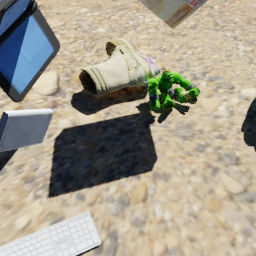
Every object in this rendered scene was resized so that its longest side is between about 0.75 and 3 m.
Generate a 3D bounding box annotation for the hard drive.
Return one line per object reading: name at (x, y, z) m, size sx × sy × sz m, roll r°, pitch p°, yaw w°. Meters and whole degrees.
hard drive at (-1.636, 0.018, 4.445) m, size 0.132 × 0.652 × 0.988 m, roll 31°, pitch 17°, yaw 19°

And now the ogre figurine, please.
ogre figurine at (1.284, -1.211, 8.797) m, size 1.875 × 0.920 × 1.124 m, roll -29°, pitch 67°, yaw -9°

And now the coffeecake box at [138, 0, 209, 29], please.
coffeecake box at (0.945, -3.924, 7.199) m, size 2.309 × 1.772 × 0.843 m, roll 33°, pitch 67°, yaw -18°

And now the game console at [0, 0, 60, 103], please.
game console at (-2.199, -2.098, 6.327) m, size 1.397 × 2.015 × 2.361 m, roll 36°, pitch 54°, yaw -20°

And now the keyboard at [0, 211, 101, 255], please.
keyboard at (-1.893, 2.428, 5.345) m, size 2.686 × 0.143 × 0.756 m, roll -18°, pitch 46°, yaw -18°

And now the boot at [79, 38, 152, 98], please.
boot at (-0.732, -2.121, 9.671) m, size 2.157 × 1.010 × 2.775 m, roll -20°, pitch 50°, yaw -20°

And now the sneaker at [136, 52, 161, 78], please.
sneaker at (0.652, -2.270, 10.146) m, size 0.661 × 0.610 × 1.499 m, roll -21°, pitch 55°, yaw -23°
